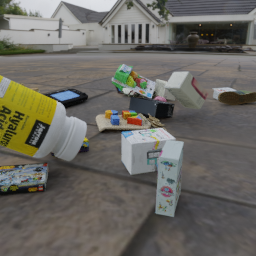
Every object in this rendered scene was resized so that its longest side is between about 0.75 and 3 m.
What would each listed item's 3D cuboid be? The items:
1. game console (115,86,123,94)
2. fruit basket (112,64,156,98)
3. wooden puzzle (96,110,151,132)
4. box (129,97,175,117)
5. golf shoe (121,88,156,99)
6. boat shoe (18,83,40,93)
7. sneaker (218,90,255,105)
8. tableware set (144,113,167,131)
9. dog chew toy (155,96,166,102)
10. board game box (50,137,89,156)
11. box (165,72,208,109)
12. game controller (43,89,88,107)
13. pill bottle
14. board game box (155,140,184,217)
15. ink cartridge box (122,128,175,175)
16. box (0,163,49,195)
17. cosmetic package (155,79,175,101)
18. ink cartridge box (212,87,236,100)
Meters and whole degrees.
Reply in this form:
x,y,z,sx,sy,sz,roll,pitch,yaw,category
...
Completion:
x,y,z,sx,sy,sz,roll,pitch,yaw,category
-0.210,-2.380,16.617,0.795,0.547,0.922,15,24,38,game console
0.308,-2.046,12.066,1.820,0.853,1.686,19,34,1,fruit basket
-0.225,-0.340,10.599,1.874,0.434,1.736,-3,19,-11,wooden puzzle
0.972,-0.884,11.740,1.102,0.616,1.562,2,12,-42,box
0.582,-2.178,15.499,2.049,0.902,0.791,7,21,24,golf shoe
-6.064,-2.125,15.509,2.261,0.751,0.837,-10,21,-27,boat shoe
5.377,-1.532,14.021,2.014,0.675,0.904,-2,10,-4,sneaker
1.023,-0.241,10.280,0.722,0.219,1.093,19,15,-13,tableware set
1.572,-1.254,13.347,0.520,0.520,0.835,11,13,29,dog chew toy
-1.886,0.397,8.510,1.084,0.372,1.311,-6,19,-23,board game box
2.385,-1.526,11.389,1.481,0.807,0.947,38,-12,-32,box
-3.069,-1.500,13.706,1.257,0.507,2.409,34,30,19,game controller
-2.413,-0.167,6.653,2.671,1.486,1.486,24,8,-24,pill bottle
0.826,0.956,5.473,0.387,1.204,0.888,6,19,17,board game box
0.502,0.570,7.188,1.164,0.850,0.854,-6,20,-17,ink cartridge box
-2.564,1.149,6.357,1.412,0.282,0.967,-3,19,-9,box
1.998,-2.066,15.085,0.695,0.824,1.593,9,17,-17,cosmetic package
5.155,-1.813,14.924,1.104,0.463,0.969,-6,25,-19,ink cartridge box
